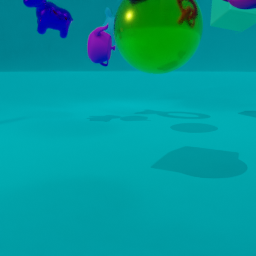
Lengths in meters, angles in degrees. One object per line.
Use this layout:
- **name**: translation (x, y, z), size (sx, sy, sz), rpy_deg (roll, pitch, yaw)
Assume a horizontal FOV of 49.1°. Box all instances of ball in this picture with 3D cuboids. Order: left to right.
- **ball**: translation (0.432, -1.440, 4.099), size (1.289, 1.289, 1.289), rpy_deg (0, 13, 0)

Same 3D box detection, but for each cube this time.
- **cube**: translation (3.463, -3.922, 8.843), size (1.201, 1.201, 1.201), rpy_deg (6, -4, -11)

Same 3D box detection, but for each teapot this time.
- **teapot**: translation (-0.785, -2.508, 8.532), size (0.796, 1.625, 1.010), rpy_deg (6, 55, 4)

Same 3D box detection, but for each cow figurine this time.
- **cow figurine**: translation (-2.282, -3.437, 8.128), size (1.489, 1.466, 0.818), rpy_deg (5, 50, -24)

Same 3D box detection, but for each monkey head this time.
- **monkey head**: translation (-0.579, -3.326, 9.659), size (0.888, 1.474, 1.060), rpy_deg (-12, 24, -35)

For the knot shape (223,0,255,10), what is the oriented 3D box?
- **knot shape**: translation (1.610, -1.704, 3.245), size (1.524, 0.704, 1.426), rpy_deg (17, 30, -4)
